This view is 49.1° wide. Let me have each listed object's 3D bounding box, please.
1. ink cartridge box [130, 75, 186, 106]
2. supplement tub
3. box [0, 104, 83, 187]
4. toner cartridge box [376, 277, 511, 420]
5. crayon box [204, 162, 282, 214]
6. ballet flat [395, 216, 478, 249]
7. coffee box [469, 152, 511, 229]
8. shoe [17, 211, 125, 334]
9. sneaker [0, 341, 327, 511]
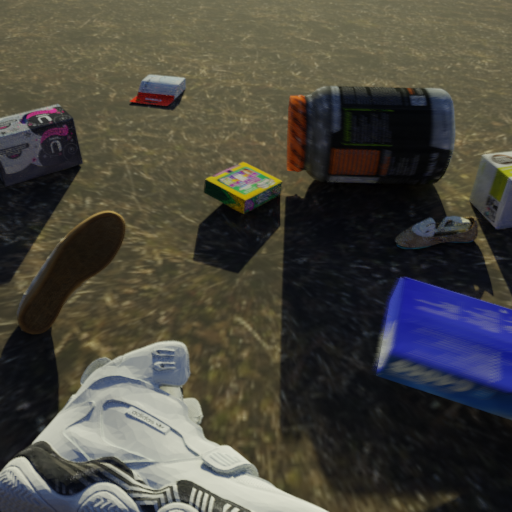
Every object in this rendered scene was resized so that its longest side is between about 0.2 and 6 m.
[{"bbox_3d":[-2.623,-4.434,14.953,1.087,0.321,1.358,10,38,12],"label":"ink cartridge box"},{"bbox_3d":[2.144,-2.367,11.024,3.047,1.867,1.867,2,38,1],"label":"supplement tub"},{"bbox_3d":[-4.629,-2.320,11.601,1.681,1.110,0.964,-24,44,-28],"label":"box"},{"bbox_3d":[2.907,1.246,6.849,2.654,0.573,1.260,18,50,7],"label":"toner cartridge box"},{"bbox_3d":[-0.242,-1.325,10.816,1.008,0.341,1.168,31,41,26],"label":"crayon box"},{"bbox_3d":[3.146,-0.460,9.733,1.496,0.488,0.527,-8,39,-10],"label":"ballet flat"},{"bbox_3d":[4.731,-1.244,10.288,1.029,1.030,1.019,-8,39,-10],"label":"coffee box"},{"bbox_3d":[-2.738,0.157,8.152,2.131,0.745,0.569,-50,32,-2],"label":"shoe"},{"bbox_3d":[-0.630,2.043,5.791,3.641,1.368,2.093,6,41,14],"label":"sneaker"}]
